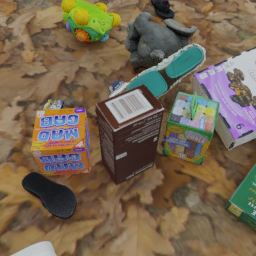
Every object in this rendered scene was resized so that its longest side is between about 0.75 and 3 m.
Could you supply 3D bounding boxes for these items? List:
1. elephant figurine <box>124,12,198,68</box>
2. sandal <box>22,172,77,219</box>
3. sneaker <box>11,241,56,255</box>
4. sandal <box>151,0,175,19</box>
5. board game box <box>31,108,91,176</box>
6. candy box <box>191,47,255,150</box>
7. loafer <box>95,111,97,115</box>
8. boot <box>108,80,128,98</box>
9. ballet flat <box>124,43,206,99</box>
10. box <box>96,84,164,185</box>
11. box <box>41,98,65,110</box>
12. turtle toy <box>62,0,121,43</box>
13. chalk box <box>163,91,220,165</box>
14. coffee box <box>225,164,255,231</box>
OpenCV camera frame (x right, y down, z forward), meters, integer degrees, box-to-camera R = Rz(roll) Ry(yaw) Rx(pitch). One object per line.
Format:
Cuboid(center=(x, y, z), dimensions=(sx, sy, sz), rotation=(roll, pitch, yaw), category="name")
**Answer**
Cuboid(center=(1.552, -3.228, 10.347), dimensions=(2.957, 2.092, 2.294), rotation=(-10, 80, -27), category="elephant figurine")
Cuboid(center=(-2.019, 1.759, 7.325), dimensions=(1.976, 0.445, 0.742), rotation=(23, 49, 35), category="sandal")
Cuboid(center=(-2.709, 3.459, 5.531), dimensions=(2.864, 1.043, 1.213), rotation=(-24, 53, -19), category="sneaker")
Cuboid(center=(1.559, -5.754, 13.055), dimensions=(0.764, 0.486, 2.032), rotation=(-14, 54, -11), category="sandal")
Cuboid(center=(-1.767, 0.389, 7.740), dimensions=(1.327, 1.328, 1.328), rotation=(-4, 52, -3), category="board game box")
Cuboid(center=(3.769, -1.055, 8.453), dimensions=(2.863, 1.024, 2.402), rotation=(-24, 66, -2), category="candy box")
Cuboid(center=(-0.329, -0.548, 8.943), dimensions=(1.373, 0.500, 0.496), rotation=(-22, 62, 3), category="loafer")
Cuboid(center=(-0.459, -1.226, 9.636), dimensions=(0.527, 0.425, 1.167), rotation=(23, 47, 25), category="boot")
Cuboid(center=(1.167, -1.609, 8.686), dimensions=(2.709, 0.972, 0.972), rotation=(-29, 53, 12), category="ballet flat")
Cuboid(center=(0.010, 0.281, 7.037), dimensions=(1.289, 2.575, 0.965), rotation=(-25, 59, -18), category="box")
Cuboid(center=(-2.528, -0.574, 9.235), dimensions=(0.590, 0.163, 0.864), rotation=(11, 53, 9), category="box")
Cuboid(center=(-1.732, -4.346, 11.367), dimensions=(2.010, 1.394, 2.758), rotation=(-11, 46, -38), category="turtle toy")
Cuboid(center=(1.760, -0.117, 7.736), dimensions=(1.212, 1.958, 1.218), rotation=(17, 54, 13), category="chalk box")
Cuboid(center=(3.850, 1.602, 7.288), dimensions=(1.568, 0.561, 2.550), rotation=(34, 59, 24), category="coffee box")
